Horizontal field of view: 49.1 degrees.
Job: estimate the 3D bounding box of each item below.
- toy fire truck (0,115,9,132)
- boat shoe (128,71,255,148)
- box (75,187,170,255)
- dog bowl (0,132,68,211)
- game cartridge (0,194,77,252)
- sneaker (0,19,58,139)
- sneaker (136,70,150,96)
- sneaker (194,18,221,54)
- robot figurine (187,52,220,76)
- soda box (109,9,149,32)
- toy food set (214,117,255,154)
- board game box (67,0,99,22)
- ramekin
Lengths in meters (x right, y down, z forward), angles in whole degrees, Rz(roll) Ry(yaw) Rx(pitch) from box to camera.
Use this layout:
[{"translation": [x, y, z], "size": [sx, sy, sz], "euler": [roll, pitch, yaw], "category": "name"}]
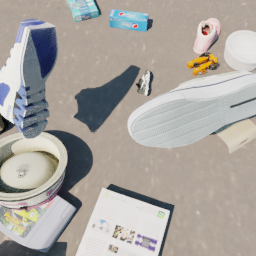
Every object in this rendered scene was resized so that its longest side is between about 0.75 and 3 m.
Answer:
[{"translation": [-5.405, -0.319, 9.400], "size": [1.971, 1.268, 1.735], "euler": [-32, 67, -4], "category": "toy fire truck"}, {"translation": [1.305, -0.403, 5.305], "size": [2.804, 1.031, 0.936], "euler": [-13, 29, -7], "category": "boat shoe"}, {"translation": [-0.266, 3.382, 7.711], "size": [2.137, 0.538, 2.961], "euler": [17, 62, 9], "category": "box"}, {"translation": [-3.008, 1.278, 8.268], "size": [2.543, 0.938, 2.543], "euler": [1, 44, -1], "category": "dog bowl"}, {"translation": [-3.004, 2.408, 8.275], "size": [2.507, 0.512, 1.669], "euler": [29, 70, 15], "category": "game cartridge"}, {"translation": [-2.686, -1.208, 6.591], "size": [1.589, 2.752, 1.112], "euler": [24, 27, 18], "category": "sneaker"}, {"translation": [0.558, -1.747, 10.531], "size": [0.518, 0.381, 1.146], "euler": [7, 64, 1], "category": "sneaker"}, {"translation": [3.328, -4.040, 11.382], "size": [0.776, 1.078, 2.062], "euler": [24, 63, 15], "category": "sneaker"}, {"translation": [2.954, -2.509, 10.961], "size": [1.190, 0.346, 0.863], "euler": [-23, 64, -11], "category": "robot figurine"}, {"translation": [0.034, -4.588, 11.956], "size": [1.626, 0.551, 0.522], "euler": [10, 62, 5], "category": "soda box"}, {"translation": [3.373, -0.092, 9.635], "size": [1.270, 0.534, 1.769], "euler": [-29, 57, -14], "category": "toy food set"}, {"translation": [-2.043, -5.448, 12.538], "size": [1.088, 0.338, 1.441], "euler": [-18, 63, -9], "category": "board game box"}, {"translation": [4.552, -2.942, 10.945], "size": [1.672, 0.779, 1.672], "euler": [0, 61, 0], "category": "ramekin"}]
